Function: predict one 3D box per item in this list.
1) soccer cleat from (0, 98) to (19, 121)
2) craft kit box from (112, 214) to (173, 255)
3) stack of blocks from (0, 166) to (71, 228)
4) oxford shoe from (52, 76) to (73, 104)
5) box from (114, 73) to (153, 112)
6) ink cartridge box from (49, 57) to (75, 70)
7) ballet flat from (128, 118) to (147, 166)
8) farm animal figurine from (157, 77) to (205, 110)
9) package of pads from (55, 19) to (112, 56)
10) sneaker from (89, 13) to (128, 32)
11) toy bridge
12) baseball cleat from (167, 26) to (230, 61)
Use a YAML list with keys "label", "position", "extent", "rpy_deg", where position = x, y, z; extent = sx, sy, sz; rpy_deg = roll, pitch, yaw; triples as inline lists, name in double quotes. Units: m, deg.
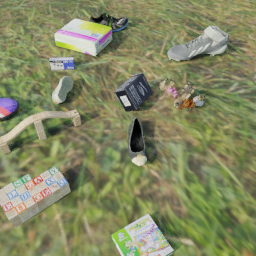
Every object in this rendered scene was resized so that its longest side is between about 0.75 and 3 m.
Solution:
- label: "soccer cleat"
  position: [-5.559, -0.812, 10.144]
  extent: [2.954, 1.081, 1.007]
  rpy_deg: [-4, 47, -4]
- label: "craft kit box"
  position: [0.358, 2.965, 7.153]
  extent: [1.162, 0.282, 1.148]
  rpy_deg: [-24, 48, -21]
- label: "stack of blocks"
  position: [-2.694, 1.845, 8.016]
  extent: [1.777, 0.520, 1.023]
  rpy_deg: [-30, 54, -25]
- label: "oxford shoe"
  position: [-2.646, -1.551, 11.270]
  extent: [0.462, 0.601, 1.600]
  rpy_deg: [-24, 35, 31]
- label: "box"
  position: [0.239, -1.367, 10.667]
  extent: [0.654, 0.927, 1.253]
  rpy_deg: [-6, 31, 47]
- label: "ink cartridge box"
  position: [-2.933, -2.883, 12.515]
  extent: [1.037, 0.487, 0.229]
  rpy_deg: [-3, 48, -2]
- label: "ballet flat"
  position: [0.270, 0.447, 9.330]
  extent: [0.628, 0.537, 1.890]
  rpy_deg: [-4, 47, -4]
- label: "farm animal figurine"
  position: [1.989, -1.245, 10.768]
  extent: [1.515, 0.799, 1.532]
  rpy_deg: [-21, 64, -41]
- label: "package of pads"
  position: [-2.151, -4.550, 13.871]
  extent: [2.369, 0.808, 1.830]
  rpy_deg: [19, 50, 18]
- label: "sneaker"
  position: [-1.015, -5.637, 14.846]
  extent: [2.140, 0.887, 0.759]
  rpy_deg: [-8, 48, -8]
- label: "toy bridge"
  position: [-3.027, -0.027, 9.491]
  extent: [2.894, 0.973, 0.394]
  rpy_deg: [-22, 51, -21]
- label: "baseball cleat"
  position: [3.206, -3.934, 12.815]
  extent: [2.827, 1.505, 0.986]
  rpy_deg: [-12, 53, -8]
